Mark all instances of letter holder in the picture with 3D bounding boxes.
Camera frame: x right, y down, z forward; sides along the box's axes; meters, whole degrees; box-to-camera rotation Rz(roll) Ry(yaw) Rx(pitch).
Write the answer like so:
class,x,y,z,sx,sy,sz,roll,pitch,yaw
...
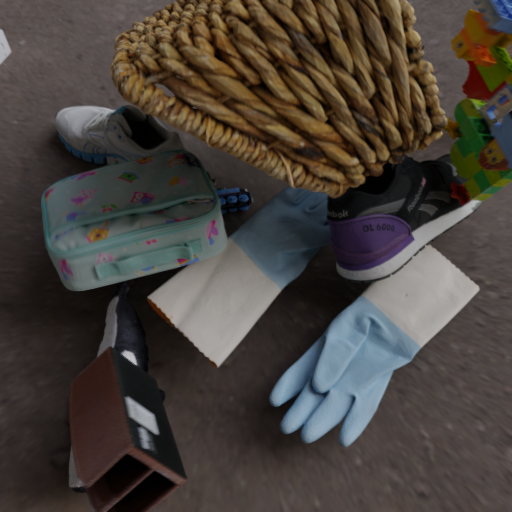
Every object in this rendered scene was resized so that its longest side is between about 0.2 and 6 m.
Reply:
class,x,y,z,sx,sy,sz,roll,pitch,yaw
letter holder,-1.462,1.818,5.464,1.055,0.747,1.485,-41,33,2

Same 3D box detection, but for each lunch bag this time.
class,x,y,z,sx,sy,sz,roll,pitch,yaw
lunch bag,-1.609,-0.527,7.599,2.395,0.923,1.921,-17,39,-10

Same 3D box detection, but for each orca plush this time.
class,x,y,z,sx,sy,sz,roll,pitch,yaw
orca plush,-1.693,1.713,7.315,0.942,1.395,2.651,28,35,-34

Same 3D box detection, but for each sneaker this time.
class,x,y,z,sx,sy,sz,roll,pitch,yaw
sneaker,-2.238,-2.099,9.299,2.890,1.252,1.083,23,63,19
sneaker,2.269,-1.025,8.138,3.241,1.419,1.227,-37,30,-32

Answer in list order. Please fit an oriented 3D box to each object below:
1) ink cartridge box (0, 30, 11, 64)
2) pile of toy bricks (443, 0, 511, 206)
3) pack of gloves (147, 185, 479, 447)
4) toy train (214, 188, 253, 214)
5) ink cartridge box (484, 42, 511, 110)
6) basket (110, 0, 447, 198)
class,x,y,z,sx,sy,sz,roll,pitch,yaw
ink cartridge box,-5.375,-4.166,11.071,0.738,0.536,0.534,14,58,9
pile of toy bricks,3.319,-1.482,7.369,2.201,1.959,3.967,-1,62,-31
pack of gloves,0.875,0.651,7.905,3.087,0.725,3.675,43,61,12
toy train,-0.409,-0.928,9.143,0.690,0.299,0.394,-9,52,-6
ink cartridge box,4.131,-3.060,9.487,0.491,1.161,0.839,-7,18,-37
basket,0.117,-2.138,7.348,2.981,2.856,4.001,-30,30,2
